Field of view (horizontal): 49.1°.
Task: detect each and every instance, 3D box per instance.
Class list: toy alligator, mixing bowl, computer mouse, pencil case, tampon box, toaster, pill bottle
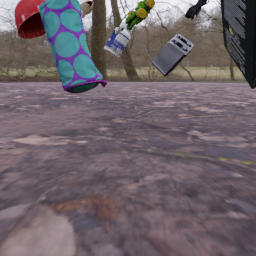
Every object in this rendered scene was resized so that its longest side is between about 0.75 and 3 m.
[{"bbox_3d":[0.287,-3.525,8.945,1.909,0.459,0.633,-51,32,-13],"label":"toy alligator"},{"bbox_3d":[-3.230,-3.911,9.603,1.629,0.882,1.629,-30,1,0],"label":"mixing bowl"},{"bbox_3d":[1.882,-3.789,7.310,0.415,1.038,1.892,34,-17,18],"label":"computer mouse"},{"bbox_3d":[-1.218,-1.826,6.144,0.975,2.111,0.898,-14,-5,-26],"label":"pencil case"},{"bbox_3d":[2.895,-2.319,5.337,1.802,1.518,2.405,-21,-36,8],"label":"tampon box"},{"bbox_3d":[1.740,-2.866,11.132,1.515,0.899,1.370,-46,2,41],"label":"toaster"},{"bbox_3d":[-0.348,-3.534,11.187,0.713,1.285,0.713,32,6,-4],"label":"pill bottle"}]

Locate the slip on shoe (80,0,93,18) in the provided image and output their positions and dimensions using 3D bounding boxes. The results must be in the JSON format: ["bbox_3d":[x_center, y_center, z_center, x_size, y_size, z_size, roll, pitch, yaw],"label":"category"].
[{"bbox_3d":[-1.772,-4.808,11.258,0.580,0.462,1.525,38,32,-4],"label":"slip on shoe"}]
